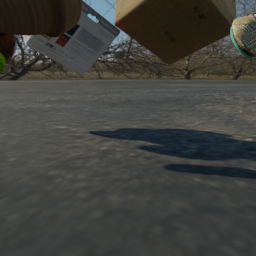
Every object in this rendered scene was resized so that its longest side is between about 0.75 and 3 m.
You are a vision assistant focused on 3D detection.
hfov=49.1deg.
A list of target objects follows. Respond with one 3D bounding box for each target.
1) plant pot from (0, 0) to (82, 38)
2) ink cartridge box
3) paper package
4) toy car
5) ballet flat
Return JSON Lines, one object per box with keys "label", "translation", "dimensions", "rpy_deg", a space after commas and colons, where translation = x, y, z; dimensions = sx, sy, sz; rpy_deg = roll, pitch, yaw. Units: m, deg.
{"label": "plant pot", "translation": [-1.959, -2.237, 3.774], "dimensions": [1.236, 2.679, 2.679], "rpy_deg": [-44, 30, -18]}
{"label": "ink cartridge box", "translation": [-1.349, -2.367, 6.810], "dimensions": [1.794, 1.575, 0.752], "rpy_deg": [22, 32, -51]}
{"label": "paper package", "translation": [1.289, -3.197, 7.549], "dimensions": [2.455, 1.333, 2.576], "rpy_deg": [-21, -31, 40]}
{"label": "toy car", "translation": [-3.573, -3.235, 8.411], "dimensions": [2.545, 2.008, 2.091], "rpy_deg": [-24, 47, 10]}
{"label": "ballet flat", "translation": [2.708, -2.079, 5.749], "dimensions": [0.831, 0.897, 2.544], "rpy_deg": [-35, 6, 35]}
